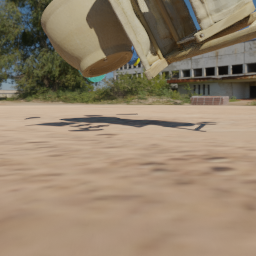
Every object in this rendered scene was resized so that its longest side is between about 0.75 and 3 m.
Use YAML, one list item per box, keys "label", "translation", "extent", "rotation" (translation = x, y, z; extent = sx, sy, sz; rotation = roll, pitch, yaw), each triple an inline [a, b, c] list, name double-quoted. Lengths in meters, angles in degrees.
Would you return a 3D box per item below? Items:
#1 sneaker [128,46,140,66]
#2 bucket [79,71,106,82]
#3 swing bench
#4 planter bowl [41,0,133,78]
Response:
- label: "sneaker"
  translation: [0.422, -3.544, 11.165]
  extent: [0.921, 2.349, 0.774]
  rotation: [22, 41, -15]
- label: "bucket"
  translation: [-1.389, -2.340, 11.071]
  extent: [1.033, 1.033, 0.672]
  rotation: [-4, 31, -38]
- label: "swing bench"
  translation: [1.067, -2.758, 5.343]
  extent: [2.701, 2.687, 1.753]
  rotation: [-12, 24, 47]
- label: "planter bowl"
  translation: [-0.832, -2.420, 7.583]
  extent: [2.491, 1.676, 2.491]
  rotation: [-23, -3, -1]
